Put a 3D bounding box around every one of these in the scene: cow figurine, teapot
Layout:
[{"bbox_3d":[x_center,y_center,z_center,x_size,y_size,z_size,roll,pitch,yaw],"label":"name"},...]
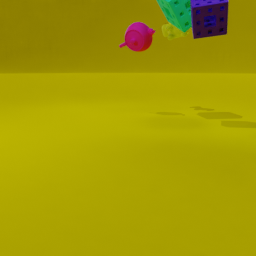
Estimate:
[{"bbox_3d":[1.805,-3.703,10.508,1.194,0.655,1.175,-1,29,29],"label":"cow figurine"},{"bbox_3d":[0.344,-2.994,9.307,1.564,0.973,0.766,-12,24,37],"label":"teapot"}]

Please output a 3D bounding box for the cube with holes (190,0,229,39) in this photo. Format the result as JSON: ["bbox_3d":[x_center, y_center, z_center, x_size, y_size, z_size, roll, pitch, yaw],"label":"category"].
[{"bbox_3d":[2.073,-2.940,7.223,0.840,0.840,0.840,-5,45,12],"label":"cube with holes"}]

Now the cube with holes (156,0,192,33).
[{"bbox_3d":[1.680,-3.885,8.531,1.139,1.139,1.139,-38,42,7],"label":"cube with holes"}]
